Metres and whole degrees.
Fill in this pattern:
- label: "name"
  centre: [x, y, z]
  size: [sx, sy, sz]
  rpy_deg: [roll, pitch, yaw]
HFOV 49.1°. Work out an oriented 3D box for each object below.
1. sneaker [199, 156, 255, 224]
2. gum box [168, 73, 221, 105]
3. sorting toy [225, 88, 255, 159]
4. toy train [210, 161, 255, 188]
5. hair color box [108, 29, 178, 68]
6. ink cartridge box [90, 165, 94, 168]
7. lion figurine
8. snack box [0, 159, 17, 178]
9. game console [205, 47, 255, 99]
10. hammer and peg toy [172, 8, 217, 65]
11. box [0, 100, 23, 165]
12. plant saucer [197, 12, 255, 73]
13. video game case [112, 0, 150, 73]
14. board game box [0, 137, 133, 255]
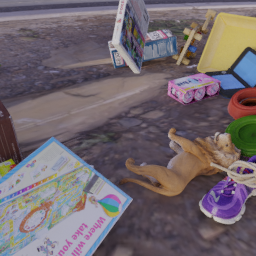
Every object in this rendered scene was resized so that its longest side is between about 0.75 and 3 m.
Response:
- label: "sneaker"
  centre: [2.223, 1.164, 5.835]
  size: [0.825, 0.853, 2.045]
  rpy_deg: [27, 42, 37]
- label: "gum box"
  centre: [2.359, -1.432, 10.175]
  size: [1.728, 0.571, 0.981]
  rpy_deg: [-17, 36, -25]
- label: "sorting toy"
  centre: [3.584, 0.039, 7.639]
  size: [1.654, 1.130, 2.752]
  rpy_deg: [-2, 41, 25]
- label: "toy train"
  centre: [3.252, 0.611, 5.704]
  size: [2.928, 1.239, 1.694]
  rpy_deg: [20, 46, 9]
- label: "hair color box"
  centre: [0.653, -3.750, 13.075]
  size: [2.972, 0.899, 1.486]
  rpy_deg: [-14, 33, -1]
- label: "ink cartridge box"
  centre: [-1.315, 1.116, 6.529]
  size: [0.872, 0.190, 0.757]
  rpy_deg: [7, 34, 10]
- label: "lion figurine"
  centre: [1.227, 0.894, 6.396]
  size: [2.676, 0.970, 1.639]
  rpy_deg: [-37, 54, -25]
- label: "snack box"
  centre: [-2.578, 1.607, 5.267]
  size: [1.671, 0.670, 1.981]
  rpy_deg: [-22, 39, -33]
- label: "game console"
  centre: [4.131, -2.147, 10.607]
  size: [1.737, 1.204, 2.035]
  rpy_deg: [-6, 36, -8]
- label: "hammer and peg toy"
  centre: [2.997, -4.205, 12.841]
  size: [0.878, 2.490, 1.832]
  rpy_deg: [31, 40, 9]
- label: "box"
  centre: [-3.661, 0.341, 6.489]
  size: [1.870, 1.536, 1.552]
  rpy_deg: [-21, 38, -29]
- label: "plant saucer"
  centre: [4.511, -3.224, 11.593]
  size: [2.590, 2.590, 0.628]
  rpy_deg: [29, 16, 38]
- label: "video game case"
  centre: [0.062, -1.209, 3.401]
  size: [0.104, 0.826, 0.906]
  rpy_deg: [8, -7, 18]
- label: "board game box"
  centre: [-1.501, 1.637, 4.432]
  size: [1.940, 0.494, 2.886]
  rpy_deg: [37, 49, 10]
